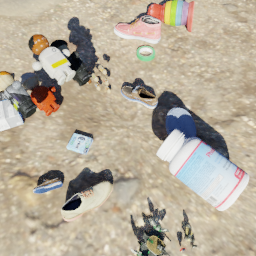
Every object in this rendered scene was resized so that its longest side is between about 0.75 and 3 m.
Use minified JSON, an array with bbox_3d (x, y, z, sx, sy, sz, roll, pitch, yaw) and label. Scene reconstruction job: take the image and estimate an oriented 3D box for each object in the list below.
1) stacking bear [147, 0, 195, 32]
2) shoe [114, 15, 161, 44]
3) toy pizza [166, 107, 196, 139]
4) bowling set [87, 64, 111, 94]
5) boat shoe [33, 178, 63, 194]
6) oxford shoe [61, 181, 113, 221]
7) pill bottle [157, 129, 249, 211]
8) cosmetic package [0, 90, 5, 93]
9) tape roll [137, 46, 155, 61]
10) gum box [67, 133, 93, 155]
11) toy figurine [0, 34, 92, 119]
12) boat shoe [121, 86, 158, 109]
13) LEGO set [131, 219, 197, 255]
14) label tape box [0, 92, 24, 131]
[{"bbox_3d":[2.202,-5.937,14.579,2.368,1.347,1.438,6,54,11],"label":"stacking bear"},{"bbox_3d":[0.473,-5.069,13.966,2.477,1.127,0.885,17,56,12],"label":"shoe"},{"bbox_3d":[1.941,0.007,10.407,1.579,0.250,1.579,12,70,-34],"label":"toy pizza"},{"bbox_3d":[-1.229,-1.877,11.605,0.900,1.294,0.694,-24,40,-8],"label":"bowling set"},{"bbox_3d":[-2.708,1.929,9.422,0.972,0.351,0.352,-12,50,-20],"label":"boat shoe"},{"bbox_3d":[-1.271,2.257,8.930,1.880,0.694,0.665,-34,61,-22],"label":"oxford shoe"},{"bbox_3d":[2.301,1.241,8.966,2.686,1.461,1.461,38,62,13],"label":"pill bottle"},{"bbox_3d":[-5.773,-1.614,11.865,1.362,0.484,0.716,-9,55,-7],"label":"cosmetic package"},{"bbox_3d":[0.863,-3.574,13.454,0.901,0.217,0.901,0,53,0],"label":"tape roll"},{"bbox_3d":[-1.791,0.591,10.462,0.777,0.173,0.660,15,55,11],"label":"gum box"},{"bbox_3d":[-3.072,-1.900,10.134,2.872,2.827,1.998,-40,88,14],"label":"toy figurine"},{"bbox_3d":[0.482,-1.427,11.643,1.720,0.622,0.621,24,58,16],"label":"boat shoe"},{"bbox_3d":[1.013,3.439,8.298,2.007,0.569,1.303,10,56,-9],"label":"LEGO set"},{"bbox_3d":[-5.298,-0.564,10.998,2.036,0.673,1.459,-17,56,-14],"label":"label tape box"}]
